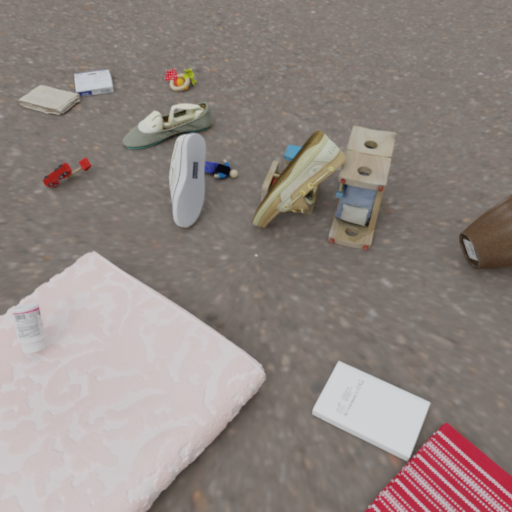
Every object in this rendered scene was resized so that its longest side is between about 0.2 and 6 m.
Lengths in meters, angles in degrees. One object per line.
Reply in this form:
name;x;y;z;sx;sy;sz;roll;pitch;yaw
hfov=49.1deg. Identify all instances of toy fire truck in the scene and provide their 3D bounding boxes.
toy fire truck;-3.853;-1.693;11.424;0.863;0.609;0.210;-33;86;15

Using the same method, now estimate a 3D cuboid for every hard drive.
hard drive;1.638;2.173;7.970;1.416;0.189;0.934;22;50;20

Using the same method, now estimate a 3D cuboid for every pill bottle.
pill bottle;-3.183;1.015;7.869;0.362;0.638;0.362;-7;10;1

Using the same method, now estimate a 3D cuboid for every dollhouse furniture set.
dollhouse furniture set;1.221;-1.368;10.345;2.252;1.587;1.578;12;48;10

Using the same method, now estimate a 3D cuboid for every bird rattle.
bird rattle;-1.936;-4.420;14.069;0.808;0.455;0.659;4;63;8

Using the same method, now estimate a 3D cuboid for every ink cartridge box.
ink cartridge box;-4.101;-4.357;14.134;0.906;0.184;0.907;-11;48;-10

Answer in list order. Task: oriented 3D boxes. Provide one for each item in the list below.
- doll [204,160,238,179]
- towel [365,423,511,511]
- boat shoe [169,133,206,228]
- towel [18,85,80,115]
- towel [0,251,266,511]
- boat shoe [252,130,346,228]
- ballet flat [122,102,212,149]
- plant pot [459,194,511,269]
doll;-0.780;-1.819;11.724;0.863;0.209;0.589;18;50;16
towel;2.369;3.254;6.923;2.129;0.239;1.540;-35;58;-26
boat shoe;-1.374;-1.424;10.553;0.631;1.753;0.576;-1;7;-44
towel;-4.990;-3.776;13.577;1.272;0.219;0.843;18;48;17
towel;-2.527;1.999;7.835;3.827;0.646;4.007;30;53;26
boat shoe;0.702;-1.147;9.832;0.754;2.272;0.841;35;45;-7
ballet flat;-2.003;-3.001;12.519;2.121;0.675;0.715;-19;50;-17
plant pot;4.304;-0.357;9.570;1.445;1.350;1.350;-22;49;1
